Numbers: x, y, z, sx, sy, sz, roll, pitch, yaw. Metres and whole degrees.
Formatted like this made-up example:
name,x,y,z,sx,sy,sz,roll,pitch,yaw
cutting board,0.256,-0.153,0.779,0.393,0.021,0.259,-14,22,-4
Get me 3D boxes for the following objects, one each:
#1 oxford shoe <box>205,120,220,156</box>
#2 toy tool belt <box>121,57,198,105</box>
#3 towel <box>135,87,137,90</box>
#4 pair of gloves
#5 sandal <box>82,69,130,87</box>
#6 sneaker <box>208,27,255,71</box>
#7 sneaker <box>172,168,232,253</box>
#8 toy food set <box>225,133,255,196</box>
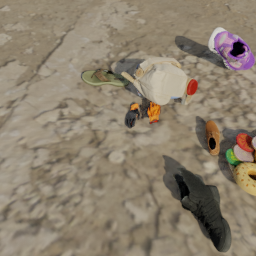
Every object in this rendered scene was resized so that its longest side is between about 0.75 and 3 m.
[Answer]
name,x,y,z,sx,sy,sz,roll,pitch,yaw
oxford shoe,2.387,0.216,7.905,0.389,0.389,1.091,-14,57,21
toy tool belt,1.017,-1.487,8.748,1.448,1.471,2.356,24,19,37
towel,0.816,-1.449,9.697,1.016,0.175,0.673,17,50,14
pair of gloves,0.454,-0.463,8.526,1.174,0.145,1.046,-14,44,26
sandal,-0.766,-1.826,9.790,1.680,0.479,0.667,3,55,1
sneaker,3.740,-2.532,9.520,2.292,0.922,1.013,20,12,-38
sneaker,1.627,1.818,6.410,1.003,0.577,1.923,13,43,-12
toy food set,3.598,0.925,7.367,1.988,0.484,1.968,-1,47,-1
